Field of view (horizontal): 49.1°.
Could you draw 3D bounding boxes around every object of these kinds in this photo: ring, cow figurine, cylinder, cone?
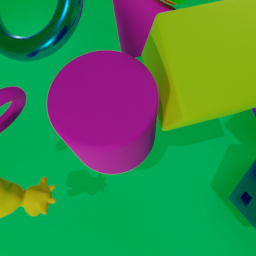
[{"bbox_3d":[-1.718,-2.176,4.773,2.066,0.413,2.066,1,92,16],"label":"ring"},{"bbox_3d":[-2.059,-0.214,4.421,0.221,1.105,1.105,42,65,2],"label":"ring"},{"bbox_3d":[-1.563,0.910,3.783,0.998,1.015,0.557,-15,56,5],"label":"cow figurine"},{"bbox_3d":[-0.254,-0.135,3.699,1.269,1.269,1.269,-1,69,3],"label":"cylinder"},{"bbox_3d":[0.048,-2.828,6.441,1.678,1.684,1.678,-22,48,26],"label":"cone"}]

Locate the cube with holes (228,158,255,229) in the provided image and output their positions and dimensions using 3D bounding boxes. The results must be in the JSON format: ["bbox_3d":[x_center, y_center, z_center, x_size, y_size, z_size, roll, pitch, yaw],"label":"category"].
[{"bbox_3d":[2.642,0.964,3.882,1.386,1.386,1.386,8,28,-30],"label":"cube with holes"}]

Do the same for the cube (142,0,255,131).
[{"bbox_3d":[1.033,-0.775,3.824,1.292,1.292,1.292,-14,86,-6],"label":"cube"}]

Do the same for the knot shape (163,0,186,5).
[{"bbox_3d":[0.963,-3.684,6.196,0.722,1.463,1.563,0,59,16],"label":"knot shape"}]

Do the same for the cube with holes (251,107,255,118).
[{"bbox_3d":[3.080,-0.334,5.106,1.076,1.076,1.076,-44,60,14],"label":"cube with holes"}]
